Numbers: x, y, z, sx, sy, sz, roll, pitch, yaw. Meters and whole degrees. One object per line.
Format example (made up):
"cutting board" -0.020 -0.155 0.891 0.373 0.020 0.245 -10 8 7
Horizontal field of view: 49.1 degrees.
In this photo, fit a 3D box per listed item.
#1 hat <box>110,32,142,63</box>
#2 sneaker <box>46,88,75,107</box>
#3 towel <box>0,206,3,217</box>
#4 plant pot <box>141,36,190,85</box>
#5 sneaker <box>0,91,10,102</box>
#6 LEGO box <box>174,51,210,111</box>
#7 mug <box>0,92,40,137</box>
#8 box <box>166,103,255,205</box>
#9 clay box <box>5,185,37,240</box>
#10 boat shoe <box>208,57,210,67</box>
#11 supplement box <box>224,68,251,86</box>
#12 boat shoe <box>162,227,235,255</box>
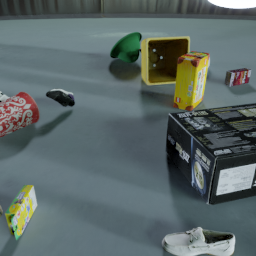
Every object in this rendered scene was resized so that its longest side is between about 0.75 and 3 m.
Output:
"hat" 0.440 -3.750 15.408 2.120 2.253 2.560 -36 -8 13
"sneaker" -2.200 -0.981 9.387 1.148 0.435 0.502 3 59 -55
"towel" -3.532 1.603 4.929 2.243 0.387 1.486 -20 35 -34
"plant pot" 1.467 -3.113 12.637 1.926 1.939 1.983 -6 20 -12
"sneaker" -4.573 -1.210 9.176 2.338 1.521 0.933 8 29 14
"LEGO box" 2.219 -1.659 9.787 0.680 1.762 1.312 16 31 27
"mug" -3.545 -0.211 8.156 1.017 1.353 1.524 46 45 7
"box" 2.492 0.421 6.380 2.629 1.132 2.153 -8 28 -15
"clay box" -1.908 1.487 4.993 0.209 0.503 0.876 2 26 6
"boat shoe" 3.308 -3.177 13.842 0.781 0.855 2.376 11 28 33
"supplement box" 4.762 -2.209 12.145 1.135 0.618 0.346 -14 30 -23
"boat shoe" 1.132 1.784 4.518 1.160 0.402 0.411 0 27 0
